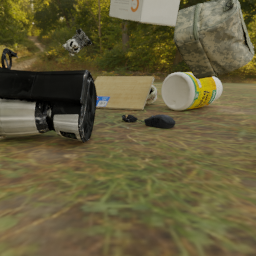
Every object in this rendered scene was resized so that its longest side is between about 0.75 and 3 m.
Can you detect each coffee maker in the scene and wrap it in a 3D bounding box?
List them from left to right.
[{"bbox_3d":[-1.950,-0.808,6.571,2.294,2.203,1.545,2,4,3],"label":"coffee maker"}]

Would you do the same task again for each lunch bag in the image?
[{"bbox_3d":[2.721,-2.737,8.691,1.898,1.577,2.263,-5,-34,33],"label":"lunch bag"}]

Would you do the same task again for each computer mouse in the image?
[{"bbox_3d":[0.574,-0.313,8.866,0.645,0.374,2.200,-12,16,-44],"label":"computer mouse"}]

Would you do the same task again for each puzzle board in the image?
[{"bbox_3d":[-0.452,-1.648,13.101,2.992,0.260,2.254,4,48,21],"label":"puzzle board"}]

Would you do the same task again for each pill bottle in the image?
[{"bbox_3d":[3.001,-1.697,12.630,2.899,1.635,1.635,-11,15,-44],"label":"pill bottle"}]

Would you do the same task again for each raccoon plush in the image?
[{"bbox_3d":[-1.769,-2.883,9.846,0.881,0.636,1.315,-41,3,0],"label":"raccoon plush"}]

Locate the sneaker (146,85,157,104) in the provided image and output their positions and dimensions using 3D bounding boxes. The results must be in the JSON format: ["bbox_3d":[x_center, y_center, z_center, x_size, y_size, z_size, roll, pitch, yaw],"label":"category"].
[{"bbox_3d":[0.206,-1.872,13.997,2.789,1.135,1.230,-3,-11,-10],"label":"sneaker"}]

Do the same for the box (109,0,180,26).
[{"bbox_3d":[0.333,-2.578,4.584,0.779,1.598,0.994,-7,27,-33],"label":"box"}]
